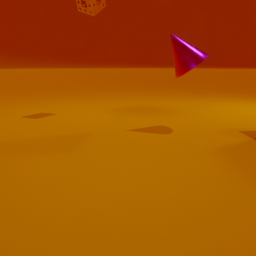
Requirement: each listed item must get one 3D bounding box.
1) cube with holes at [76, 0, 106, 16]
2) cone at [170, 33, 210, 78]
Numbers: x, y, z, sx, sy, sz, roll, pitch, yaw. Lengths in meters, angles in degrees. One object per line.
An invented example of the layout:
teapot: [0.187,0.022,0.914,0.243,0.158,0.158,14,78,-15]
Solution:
cube with holes: [-1.269,-4.353,9.445,0.704,0.704,0.704,26,60,22]
cone: [1.435,-2.083,7.492,1.054,1.058,1.054,-35,9,6]
